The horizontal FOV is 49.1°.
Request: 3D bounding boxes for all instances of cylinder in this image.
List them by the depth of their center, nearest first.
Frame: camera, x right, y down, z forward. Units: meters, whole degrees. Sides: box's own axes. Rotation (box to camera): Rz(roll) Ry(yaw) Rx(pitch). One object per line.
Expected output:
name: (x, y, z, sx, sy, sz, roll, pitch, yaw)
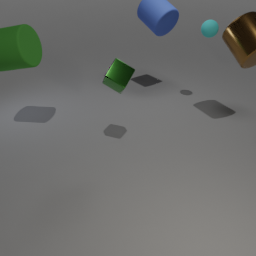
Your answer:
cylinder: (-3.901, -2.702, 9.530, 1.400, 1.400, 1.400, -3, 28, 15)
cylinder: (4.293, -3.074, 9.880, 1.400, 1.400, 1.400, -16, 70, -25)
cylinder: (1.368, -5.196, 12.832, 1.400, 1.400, 1.400, -23, 63, -34)

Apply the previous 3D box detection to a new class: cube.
cube: (-0.298, -1.603, 8.719, 0.700, 0.700, 0.700, 30, -14, -7)

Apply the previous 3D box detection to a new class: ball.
ball: (3.364, -4.081, 11.516, 0.700, 0.700, 0.700, 0, 30, 0)
